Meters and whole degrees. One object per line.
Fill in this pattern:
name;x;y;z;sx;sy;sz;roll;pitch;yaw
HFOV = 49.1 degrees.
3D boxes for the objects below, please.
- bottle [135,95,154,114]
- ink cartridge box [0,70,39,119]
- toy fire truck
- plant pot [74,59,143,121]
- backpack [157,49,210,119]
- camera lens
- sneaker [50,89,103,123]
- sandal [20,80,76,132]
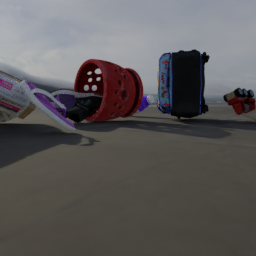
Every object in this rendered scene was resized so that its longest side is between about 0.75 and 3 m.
bottle;0.470;-1.096;13.126;1.672;0.699;0.546;-21;26;42
ink cartridge box;-3.555;-0.998;7.974;1.800;0.676;1.483;26;-21;-26
toy fire truck;4.084;-0.702;9.683;1.139;1.294;0.832;1;-20;-39
plant pot;-0.650;-1.325;10.401;2.000;2.196;2.196;1;4;-38
backpack;2.086;-1.573;11.123;1.844;2.502;2.741;1;-2;6
camera lens;-3.932;-0.891;9.356;1.443;1.154;1.154;-25;15;-20
sneaker;-1.678;-0.661;9.809;0.901;1.041;2.378;-19;-11;36
sandal;-1.948;-0.680;6.818;2.127;0.523;0.865;39;1;27
